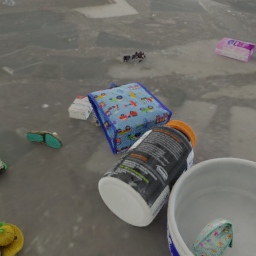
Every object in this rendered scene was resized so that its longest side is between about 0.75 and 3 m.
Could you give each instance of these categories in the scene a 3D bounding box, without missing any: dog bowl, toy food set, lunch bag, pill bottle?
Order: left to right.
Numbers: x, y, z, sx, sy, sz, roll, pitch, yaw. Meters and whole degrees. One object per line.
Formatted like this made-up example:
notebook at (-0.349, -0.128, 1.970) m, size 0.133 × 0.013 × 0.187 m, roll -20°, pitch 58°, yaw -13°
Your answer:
toy food set at (-3.057, 2.325, 5.547) m, size 1.779 × 0.581 × 1.047 m, roll -9°, pitch 42°, yaw -10°
lunch bag at (-0.076, -0.615, 8.318) m, size 1.729 × 1.080 × 2.296 m, roll -17°, pitch 52°, yaw -18°
pill bottle at (0.637, 0.865, 6.590) m, size 1.399 × 1.399 × 2.634 m, roll 25°, pitch 47°, yaw 26°
lunch bag at (1.605, 2.038, 5.159) m, size 0.508 × 0.709 × 0.832 m, roll 40°, pitch 87°, yaw 17°
dog bowl at (2.136, 1.938, 5.508) m, size 2.723 × 1.073 × 2.723 m, roll -2°, pitch 43°, yaw 2°

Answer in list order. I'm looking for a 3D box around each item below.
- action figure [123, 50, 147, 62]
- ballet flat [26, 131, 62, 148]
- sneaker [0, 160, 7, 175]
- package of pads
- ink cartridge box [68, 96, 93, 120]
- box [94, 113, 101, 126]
action figure at (0.332, -3.014, 11.850) m, size 1.039 × 0.361 × 0.676 m, roll -16°, pitch 37°, yaw -22°
ballet flat at (-2.340, 0.262, 8.094) m, size 1.198 × 0.406 × 0.451 m, roll 12°, pitch 26°, yaw 16°
sneaker at (-3.751, 0.776, 7.269) m, size 1.535 × 0.654 × 0.599 m, roll 28°, pitch 48°, yaw 27°
package of pads at (4.632, -3.418, 12.132) m, size 1.465 × 0.554 × 0.883 m, roll 25°, pitch 50°, yaw 26°
ink cartridge box at (-1.508, -0.664, 9.152) m, size 0.588 × 0.332 × 0.802 m, roll 11°, pitch 42°, yaw 12°
box at (-0.594, -0.342, 8.809) m, size 0.930 × 0.299 × 0.326 m, roll -11°, pitch 44°, yaw -14°
